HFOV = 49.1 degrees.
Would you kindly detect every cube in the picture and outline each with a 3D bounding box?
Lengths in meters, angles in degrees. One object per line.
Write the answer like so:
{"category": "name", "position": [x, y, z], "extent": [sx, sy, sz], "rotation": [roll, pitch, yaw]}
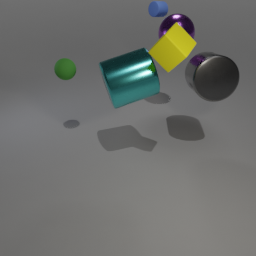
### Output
{"category": "cube", "position": [1.052, -1.908, 6.657], "extent": [0.700, 0.700, 0.700], "rotation": [43, 52, -9]}

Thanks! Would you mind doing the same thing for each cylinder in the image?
{"category": "cylinder", "position": [0.032, -1.430, 8.096], "extent": [1.400, 1.400, 1.400], "rotation": [-20, 32, -4]}
{"category": "cylinder", "position": [2.649, -1.684, 9.016], "extent": [1.400, 1.400, 1.400], "rotation": [0, 20, 1]}
{"category": "cylinder", "position": [1.463, -5.741, 13.531], "extent": [0.700, 0.700, 0.700], "rotation": [-19, 35, -39]}

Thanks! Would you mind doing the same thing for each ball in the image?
{"category": "ball", "position": [-2.033, -1.906, 9.085], "extent": [0.700, 0.700, 0.700], "rotation": [0, 30, 0]}
{"category": "ball", "position": [1.879, -3.680, 10.847], "extent": [1.400, 1.400, 1.400], "rotation": [0, 30, 0]}
